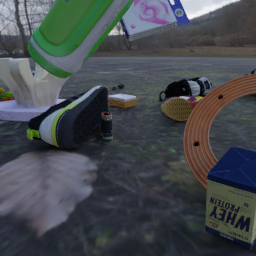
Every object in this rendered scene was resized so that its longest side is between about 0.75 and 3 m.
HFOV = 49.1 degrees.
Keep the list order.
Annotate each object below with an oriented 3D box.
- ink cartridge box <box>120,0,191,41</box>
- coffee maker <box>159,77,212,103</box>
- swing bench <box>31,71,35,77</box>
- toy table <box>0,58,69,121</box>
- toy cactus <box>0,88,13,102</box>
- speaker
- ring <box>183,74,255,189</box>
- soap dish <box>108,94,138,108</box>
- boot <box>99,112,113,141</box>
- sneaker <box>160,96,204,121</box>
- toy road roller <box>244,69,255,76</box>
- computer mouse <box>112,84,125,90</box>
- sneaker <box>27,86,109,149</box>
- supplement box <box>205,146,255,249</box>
[{"bbox_3d":[0.651,-4.109,8.951,2.250,2.209,0.487,-20,-10,-9],"label":"ink cartridge box"},{"bbox_3d":[2.081,-1.359,10.085,1.364,0.957,1.420,15,22,42],"label":"coffee maker"},{"bbox_3d":[-4.252,-1.805,11.428,1.015,1.021,0.662,-11,19,-32],"label":"swing bench"},{"bbox_3d":[-2.745,-1.257,8.443,2.947,1.726,2.709,-4,17,-9],"label":"toy table"},{"bbox_3d":[-4.986,-1.175,9.955,1.771,0.906,1.462,13,29,12],"label":"toy cactus"},{"bbox_3d":[-0.719,-2.144,5.050,1.133,2.563,1.133,37,21,-17],"label":"speaker"},{"bbox_3d":[2.006,0.105,4.193,2.370,0.227,2.370,-14,52,19],"label":"ring"},{"bbox_3d":[-0.193,-0.941,9.729,0.864,0.351,0.680,15,23,40],"label":"soap dish"},{"bbox_3d":[-0.511,-0.097,6.496,0.290,0.606,0.803,-4,17,-13],"label":"boot"},{"bbox_3d":[1.530,-0.591,8.193,1.876,0.703,0.845,-4,8,-35],"label":"sneaker"},{"bbox_3d":[5.184,-1.764,11.798,1.291,0.942,0.793,-40,-1,-14],"label":"toy road roller"},{"bbox_3d":[-0.472,-1.918,13.389,0.259,0.150,0.882,27,34,30],"label":"computer mouse"},{"bbox_3d":[-1.337,-0.400,6.710,1.229,1.064,2.968,4,17,14],"label":"sneaker"},{"bbox_3d":[1.301,0.758,3.242,0.526,0.783,0.784,13,28,36],"label":"supplement box"}]
